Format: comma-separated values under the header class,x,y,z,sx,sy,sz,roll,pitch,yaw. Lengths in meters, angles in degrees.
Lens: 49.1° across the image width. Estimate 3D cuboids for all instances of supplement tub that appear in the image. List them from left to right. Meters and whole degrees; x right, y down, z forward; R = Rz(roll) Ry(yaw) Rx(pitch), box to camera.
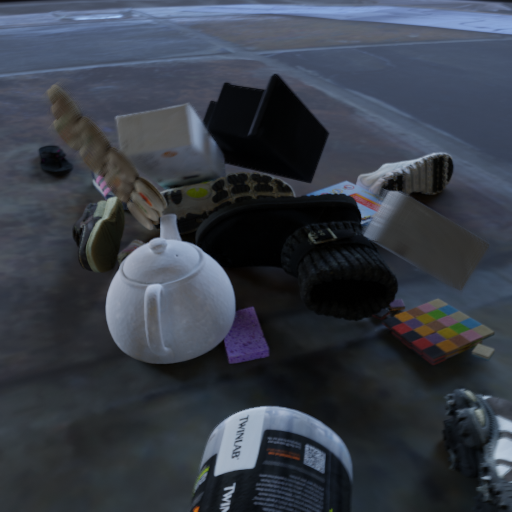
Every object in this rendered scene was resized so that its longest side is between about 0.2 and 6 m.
class,x,y,z,sx,sy,sz,roll,pitch,yaw
supplement tub,0.061,2.704,4.828,1.531,1.531,2.500,4,31,7

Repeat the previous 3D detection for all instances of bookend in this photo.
class,x,y,z,sx,sy,sz,roll,pitch,yaw
bookend,-0.269,-2.796,11.950,2.707,1.247,2.690,18,-4,31

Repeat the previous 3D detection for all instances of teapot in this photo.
class,x,y,z,sx,sy,sz,roll,pitch,yaw
teapot,-1.322,0.481,8.284,2.111,1.542,2.084,22,41,38

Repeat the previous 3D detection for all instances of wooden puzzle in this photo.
class,x,y,z,sx,sy,sz,roll,pitch,yaw
wooden puzzle,2.750,1.124,8.600,1.170,0.139,1.973,-17,29,-21

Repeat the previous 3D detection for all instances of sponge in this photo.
class,x,y,z,sx,sy,sz,roll,pitch,yaw
sponge,-0.216,1.193,8.548,0.608,0.163,1.091,-10,32,-8

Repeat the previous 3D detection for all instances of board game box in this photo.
class,x,y,z,sx,sy,sz,roll,pitch,yaw
board game box,1.867,-0.886,11.678,1.660,0.474,1.696,-21,37,-31

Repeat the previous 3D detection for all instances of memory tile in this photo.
class,x,y,z,sx,sy,sz,roll,pitch,yaw
memory tile,-2.353,-1.443,8.786,0.201,2.395,1.836,-45,6,-17

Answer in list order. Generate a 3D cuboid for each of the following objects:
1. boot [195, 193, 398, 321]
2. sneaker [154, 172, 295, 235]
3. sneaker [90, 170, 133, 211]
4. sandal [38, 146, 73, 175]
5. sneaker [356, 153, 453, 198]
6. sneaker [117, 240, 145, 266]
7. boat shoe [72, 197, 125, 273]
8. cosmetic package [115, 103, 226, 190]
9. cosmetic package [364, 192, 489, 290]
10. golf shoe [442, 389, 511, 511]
class,x,y,z,sx,sy,sz,roll,pitch,yaw
boot,0.556,0.078,9.422,3.189,1.200,2.384,-11,42,3
sneaker,-0.669,-1.167,11.394,3.038,1.177,1.210,-2,18,14
sneaker,-3.167,-1.796,12.676,0.835,0.977,2.382,-23,38,-32
sandal,-5.261,-2.564,14.415,0.737,0.469,1.960,-17,35,-25
sneaker,3.466,-1.844,12.882,2.649,0.995,1.074,-18,27,-28
sneaker,-1.916,0.157,9.970,1.392,0.566,0.614,12,34,34
boat shoe,-3.049,-0.388,10.587,0.815,0.886,2.480,-8,29,2
cosmetic package,-1.503,-1.947,10.945,1.321,0.810,3.200,-11,-7,7
cosmetic package,2.543,-0.241,8.453,1.598,0.853,0.720,28,6,-2
golf shoe,2.819,2.443,5.708,1.308,1.077,2.769,2,33,4
